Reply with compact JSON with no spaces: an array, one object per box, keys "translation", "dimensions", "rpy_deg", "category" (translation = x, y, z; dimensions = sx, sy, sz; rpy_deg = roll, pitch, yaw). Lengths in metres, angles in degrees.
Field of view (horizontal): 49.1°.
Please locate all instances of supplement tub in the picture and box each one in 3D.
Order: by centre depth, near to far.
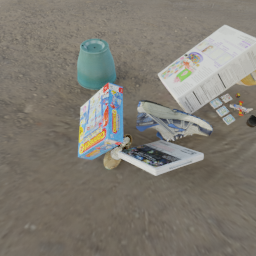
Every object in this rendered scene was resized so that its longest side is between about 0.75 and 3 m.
[{"translation":[4.350,-2.009,9.483],"dimensions":[1.079,1.079,1.492],"rpy_deg":[-17,8,-21],"category":"supplement tub"}]

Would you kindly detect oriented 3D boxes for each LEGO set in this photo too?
[{"translation":[3.305,-0.721,8.854],"dimensions":[1.223,0.300,0.913],"rpy_deg":[-26,71,-27],"category":"LEGO set"}]

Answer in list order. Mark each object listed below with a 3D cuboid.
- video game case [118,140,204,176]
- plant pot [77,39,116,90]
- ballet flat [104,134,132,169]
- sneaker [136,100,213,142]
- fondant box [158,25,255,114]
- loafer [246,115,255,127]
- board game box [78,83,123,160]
[{"translation":[0.708,0.628,6.398],"dimensions":[1.349,0.173,1.483],"rpy_deg":[-12,16,-30],"category":"video game case"},{"translation":[-1.188,-2.405,10.243],"dimensions":[1.494,1.403,1.494],"rpy_deg":[0,48,0],"category":"plant pot"},{"translation":[-0.240,0.555,7.312],"dimensions":[0.440,0.407,1.248],"rpy_deg":[34,43,-1],"category":"ballet flat"},{"translation":[1.253,-0.047,7.883],"dimensions":[2.307,0.983,0.889],"rpy_deg":[16,9,-12],"category":"sneaker"},{"translation":[2.549,-1.915,8.955],"dimensions":[2.811,0.819,2.028],"rpy_deg":[-35,33,9],"category":"fondant box"},{"translation":[3.629,-0.145,8.222],"dimensions":[0.295,0.288,0.807],"rpy_deg":[39,31,17],"category":"loafer"},{"translation":[-0.698,-0.123,6.947],"dimensions":[0.417,1.494,1.462],"rpy_deg":[16,60,-32],"category":"board game box"}]
